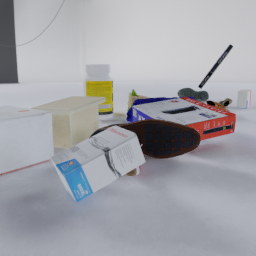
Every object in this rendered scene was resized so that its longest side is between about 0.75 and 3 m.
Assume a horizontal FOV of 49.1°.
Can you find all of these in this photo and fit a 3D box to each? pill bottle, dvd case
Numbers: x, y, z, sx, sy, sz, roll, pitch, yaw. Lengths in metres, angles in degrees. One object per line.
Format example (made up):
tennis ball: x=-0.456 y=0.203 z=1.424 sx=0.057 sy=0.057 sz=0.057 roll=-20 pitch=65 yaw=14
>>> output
pill bottle: x=-1.314 y=-1.644 z=12.477 sx=1.327 sy=2.321 sz=1.327 roll=0 pitch=12 yaw=0
dvd case: x=2.577 y=-1.798 z=8.261 sx=0.150 sy=1.214 sz=0.912 roll=38 pitch=-20 yaw=8

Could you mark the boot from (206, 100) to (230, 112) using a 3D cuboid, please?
boot: x=4.059 y=-1.035 z=13.419 sx=1.061 sy=0.524 sz=1.367 roll=19 pitch=14 yaw=-31

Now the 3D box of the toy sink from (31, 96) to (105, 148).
toy sink: x=-1.702 y=-0.225 z=8.605 sx=1.359 sy=1.168 sz=2.084 roll=5 pitch=18 yaw=23

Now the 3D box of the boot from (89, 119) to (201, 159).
boot: x=0.422 y=0.144 z=7.231 sx=2.705 sy=1.010 sz=1.311 roll=-1 pitch=14 yaw=5

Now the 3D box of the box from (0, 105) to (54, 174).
box: x=-3.094 y=0.175 z=6.639 sx=2.181 sy=1.160 sz=1.661 roll=10 pitch=15 yaw=39

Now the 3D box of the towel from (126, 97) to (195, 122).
towel: x=1.252 y=-0.643 z=11.094 sx=2.386 sy=0.591 sz=1.762 roll=-3 pitch=-19 yaw=-16

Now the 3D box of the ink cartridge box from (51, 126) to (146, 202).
ink cartridge box: x=-0.555 y=0.576 z=5.089 sx=1.407 sy=0.589 sz=1.021 roll=-28 pitch=21 yaw=-19

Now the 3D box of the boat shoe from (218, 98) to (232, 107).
boat shoe: x=5.663 y=-1.438 z=16.132 sx=1.294 sy=0.465 sz=0.385 roll=-14 pitch=24 yaw=-38

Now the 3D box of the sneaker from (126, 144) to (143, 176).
sneaker: x=0.146 y=0.658 z=6.070 sx=0.737 sy=0.467 sz=1.311 roll=-9 pitch=12 yaw=-23

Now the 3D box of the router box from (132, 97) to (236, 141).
router box: x=1.684 y=-0.296 z=9.028 sx=2.286 sy=0.622 sz=2.548 roll=-11 pitch=22 yaw=-22

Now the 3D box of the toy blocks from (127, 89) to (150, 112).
toy blocks: x=0.894 y=-1.159 z=13.678 sx=1.649 sy=1.206 sz=2.413 roll=10 pitch=12 yaw=-7

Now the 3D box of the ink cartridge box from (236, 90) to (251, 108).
ink cartridge box: x=6.676 y=-1.693 z=16.076 sx=0.547 sy=0.945 sz=1.626 roll=7 pitch=14 yaw=29

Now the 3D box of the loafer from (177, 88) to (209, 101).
loafer: x=4.215 y=-2.106 z=18.621 sx=2.583 sy=0.928 sz=0.813 roll=2 pitch=-4 yaw=-31
